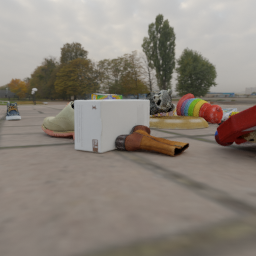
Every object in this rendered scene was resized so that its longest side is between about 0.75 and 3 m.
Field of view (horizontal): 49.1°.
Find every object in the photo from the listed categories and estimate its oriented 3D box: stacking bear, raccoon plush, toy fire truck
[{"bbox_3d":[3.321,-0.748,12.634,1.194,1.276,2.100,-16,21,-34],"label":"stacking bear"},{"bbox_3d":[1.695,-1.161,11.707,2.089,1.011,1.400,-13,2,-42],"label":"raccoon plush"},{"bbox_3d":[2.925,-0.041,5.484,2.594,1.455,2.178,-2,-18,-28],"label":"toy fire truck"}]

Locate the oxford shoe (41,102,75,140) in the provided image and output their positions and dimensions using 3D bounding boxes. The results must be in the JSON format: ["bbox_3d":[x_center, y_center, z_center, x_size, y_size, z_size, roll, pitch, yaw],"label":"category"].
[{"bbox_3d":[-1.518,-0.241,7.822,2.730,1.008,0.966,5,8,41],"label":"oxford shoe"}]

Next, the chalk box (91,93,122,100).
[{"bbox_3d":[-1.026,-1.316,15.882,1.902,1.177,1.183,0,9,-24],"label":"chalk box"}]

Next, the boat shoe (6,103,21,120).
[{"bbox_3d":[-6.057,-0.885,14.653,0.683,0.876,1.930,-3,7,-29],"label":"boat shoe"}]

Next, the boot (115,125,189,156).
[{"bbox_3d":[0.623,0.232,5.982,1.375,0.471,1.295,4,7,30],"label":"boot"}]

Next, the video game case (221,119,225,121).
[{"bbox_3d":[5.952,-0.460,13.562,2.432,0.280,2.216,-3,7,-38],"label":"video game case"}]

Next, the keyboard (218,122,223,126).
[{"bbox_3d":[4.303,-0.099,10.494,0.979,0.209,1.630,-11,11,-30],"label":"keyboard"}]

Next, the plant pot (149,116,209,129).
[{"bbox_3d":[1.849,-0.264,11.224,2.682,0.369,2.682,-1,5,0],"label":"plant pot"}]

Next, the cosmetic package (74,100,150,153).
[{"bbox_3d":[-0.285,-0.131,6.534,0.795,1.091,2.146,4,6,32],"label":"cosmetic package"}]

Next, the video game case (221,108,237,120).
[{"bbox_3d":[4.214,-0.642,13.573,1.438,0.174,1.577,-25,16,-38],"label":"video game case"}]

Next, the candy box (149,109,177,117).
[{"bbox_3d":[1.691,-0.845,15.662,2.123,0.599,1.238,-2,7,-3],"label":"candy box"}]

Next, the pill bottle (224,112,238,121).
[{"bbox_3d":[4.746,-0.457,12.350,0.510,0.510,0.907,-4,6,-31],"label":"pill bottle"}]
